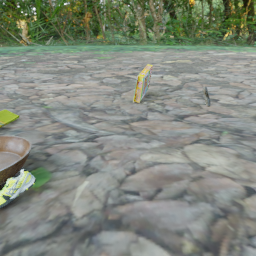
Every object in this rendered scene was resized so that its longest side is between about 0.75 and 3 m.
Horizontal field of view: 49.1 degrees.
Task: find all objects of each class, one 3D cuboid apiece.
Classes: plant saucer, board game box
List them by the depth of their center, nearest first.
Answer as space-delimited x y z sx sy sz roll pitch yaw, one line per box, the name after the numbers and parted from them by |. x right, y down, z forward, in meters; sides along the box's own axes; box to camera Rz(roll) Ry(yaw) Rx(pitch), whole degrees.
-3.304 0.797 5.652 2.690 0.463 2.690 -4 18 1 | plant saucer
0.660 -1.943 12.110 0.352 1.123 2.351 15 28 12 | board game box

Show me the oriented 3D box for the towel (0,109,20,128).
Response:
-4.016 -0.321 8.890 0.583 0.122 1.355 29 18 -2 | towel

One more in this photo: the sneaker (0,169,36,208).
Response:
-2.095 1.090 4.976 0.335 0.340 0.890 -8 27 51 | sneaker

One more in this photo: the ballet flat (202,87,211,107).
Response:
3.102 -1.239 11.126 0.188 0.812 0.274 -15 -5 39 | ballet flat
